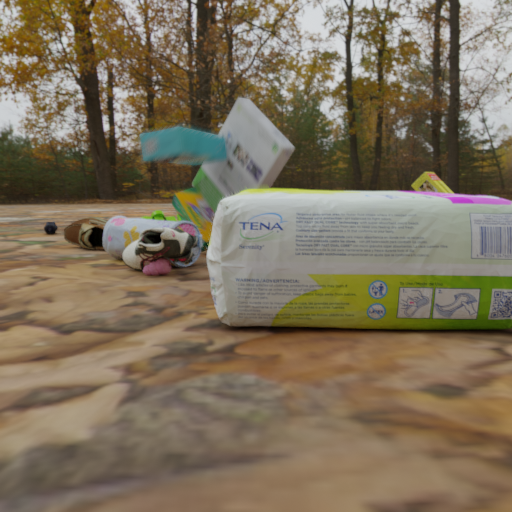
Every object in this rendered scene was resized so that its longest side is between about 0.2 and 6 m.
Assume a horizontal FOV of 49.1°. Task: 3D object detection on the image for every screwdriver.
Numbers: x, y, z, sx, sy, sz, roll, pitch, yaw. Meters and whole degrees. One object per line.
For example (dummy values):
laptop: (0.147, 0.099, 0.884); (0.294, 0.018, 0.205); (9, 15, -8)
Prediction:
screwdriver: (-6.659, -0.929, 18.267); (0.406, 0.423, 2.908); (-2, 4, -17)

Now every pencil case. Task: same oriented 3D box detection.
pencil case: (-1.977, -0.278, 10.554); (2.084, 0.866, 0.945); (6, 0, 41)

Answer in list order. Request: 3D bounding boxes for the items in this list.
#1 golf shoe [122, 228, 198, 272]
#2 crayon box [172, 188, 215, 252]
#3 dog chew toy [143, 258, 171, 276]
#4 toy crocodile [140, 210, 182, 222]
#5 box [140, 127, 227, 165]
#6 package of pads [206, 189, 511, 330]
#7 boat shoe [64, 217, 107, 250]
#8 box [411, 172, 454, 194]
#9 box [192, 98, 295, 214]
golf shoe: (-1.716, -0.196, 9.179); (1.650, 0.637, 0.727); (-11, -31, 37)
crayon box: (-1.149, -0.843, 12.309); (0.834, 1.404, 0.409); (-21, -23, -30)
dog chew toy: (-1.619, 0.202, 9.107); (0.451, 0.281, 0.281); (-16, 7, 1)
toy crocodile: (-2.595, -0.951, 17.300); (2.110, 0.652, 0.712); (-2, 47, -26)
box: (-1.296, -2.021, 10.483); (0.801, 0.478, 1.946); (-5, 4, 22)
package of pads: (1.109, -0.166, 7.283); (3.191, 1.408, 4.130); (0, 7, 1)
boat shoe: (-3.699, -0.486, 12.840); (1.979, 0.749, 0.731); (3, 10, 28)
box: (4.905, -1.197, 14.113); (0.798, 0.531, 2.120); (-9, 55, -54)
box: (-0.334, -1.793, 11.354); (0.407, 2.239, 1.616); (-5, 49, -47)
